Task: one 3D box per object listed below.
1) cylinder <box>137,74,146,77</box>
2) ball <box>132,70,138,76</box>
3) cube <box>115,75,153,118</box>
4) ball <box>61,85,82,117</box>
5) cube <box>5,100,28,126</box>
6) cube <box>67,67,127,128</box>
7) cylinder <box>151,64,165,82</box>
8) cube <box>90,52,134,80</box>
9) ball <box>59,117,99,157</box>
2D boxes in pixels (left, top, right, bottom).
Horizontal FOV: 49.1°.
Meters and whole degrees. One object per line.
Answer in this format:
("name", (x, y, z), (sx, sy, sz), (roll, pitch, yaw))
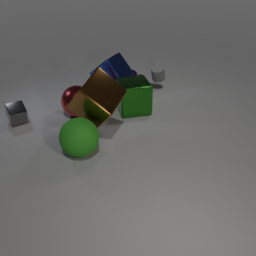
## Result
("cylinder", (0.711, -2.424, 14.977), (0.700, 0.700, 0.700), (-4, 33, -6))
("ball", (0.210, -2.949, 15.838), (0.700, 0.700, 0.700), (0, 32, 0))
("cube", (0.252, -1.442, 12.722), (1.400, 1.400, 1.400), (-8, 33, -11))
("ball", (-2.247, -1.182, 12.365), (1.400, 1.400, 1.400), (0, 32, 0))
("cube", (-4.676, -0.623, 11.743), (0.700, 0.700, 0.700), (-19, 62, -30))
("cube", (-1.150, -1.072, 10.398), (1.400, 1.400, 1.400), (38, 55, -12))
("cylinder", (1.578, -2.872, 14.678), (0.700, 0.700, 0.700), (-7, 50, 8))
("cube", (-0.803, -2.772, 14.368), (1.400, 1.400, 1.400), (-28, 12, 38))
("ball", (-1.721, 0.329, 9.875), (1.400, 1.400, 1.400), (0, 32, 0))
